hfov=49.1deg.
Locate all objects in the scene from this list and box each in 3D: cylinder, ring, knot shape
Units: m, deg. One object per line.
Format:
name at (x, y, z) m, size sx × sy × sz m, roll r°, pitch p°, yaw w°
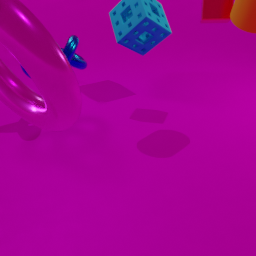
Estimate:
cylinder at (2.966, -2.865, 6.221) m, size 1.072 × 1.072 × 1.072 m, roll 0°, pitch 56°, yaw 0°
ring at (-1.017, -0.554, 2.457) m, size 1.496 × 1.496 × 0.299 m, roll 22°, pitch 58°, yaw 32°
knot shape at (-1.903, -1.940, 7.753) m, size 1.901 × 0.878 × 1.779 m, roll -21°, pitch 9°, yaw -32°

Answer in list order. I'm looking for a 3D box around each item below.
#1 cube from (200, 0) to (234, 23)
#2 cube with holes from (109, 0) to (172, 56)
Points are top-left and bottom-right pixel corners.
cube at (2.453, -3.362, 7.753) m, size 0.787 × 0.787 × 0.787 m, roll 3°, pitch 14°, yaw 11°
cube with holes at (0.420, -3.702, 9.870) m, size 1.392 × 1.392 × 1.392 m, roll 11°, pitch 57°, yaw -46°
